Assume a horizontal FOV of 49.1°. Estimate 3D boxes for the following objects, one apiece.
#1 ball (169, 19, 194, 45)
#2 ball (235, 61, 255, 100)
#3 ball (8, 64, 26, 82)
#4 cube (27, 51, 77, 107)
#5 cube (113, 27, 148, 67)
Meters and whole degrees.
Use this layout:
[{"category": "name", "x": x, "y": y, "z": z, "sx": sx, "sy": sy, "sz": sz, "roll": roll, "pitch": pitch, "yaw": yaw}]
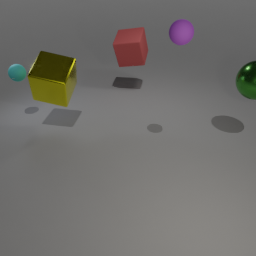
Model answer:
[{"category": "ball", "x": 1.500, "y": -2.690, "z": 7.870, "sx": 0.700, "sy": 0.700, "sz": 0.700, "roll": 0, "pitch": 31, "yaw": 0}, {"category": "ball", "x": 4.612, "y": -1.710, "z": 10.064, "sx": 1.400, "sy": 1.400, "sz": 1.400, "roll": 0, "pitch": 31, "yaw": 0}, {"category": "ball", "x": -4.514, "y": -2.245, "z": 11.414, "sx": 0.700, "sy": 0.700, "sz": 0.700, "roll": 0, "pitch": 31, "yaw": 0}, {"category": "cube", "x": -2.855, "y": -1.878, "z": 10.828, "sx": 1.400, "sy": 1.400, "sz": 1.400, "roll": 13, "pitch": 57, "yaw": 0}, {"category": "cube", "x": 0.172, "y": -4.150, "z": 14.423, "sx": 1.400, "sy": 1.400, "sz": 1.400, "roll": 0, "pitch": 48, "yaw": 17}]
